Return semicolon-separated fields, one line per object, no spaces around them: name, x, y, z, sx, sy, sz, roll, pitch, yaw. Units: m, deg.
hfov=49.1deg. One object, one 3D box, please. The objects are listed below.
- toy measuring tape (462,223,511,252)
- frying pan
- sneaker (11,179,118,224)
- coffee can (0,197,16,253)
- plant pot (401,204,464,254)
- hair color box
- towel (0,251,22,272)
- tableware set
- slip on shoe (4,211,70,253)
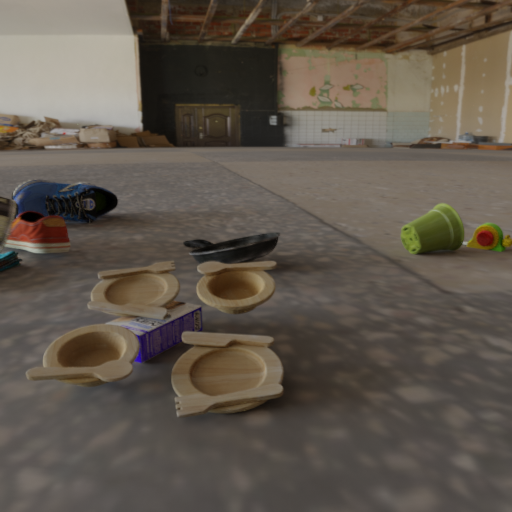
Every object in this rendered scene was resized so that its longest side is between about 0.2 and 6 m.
toy measuring tape;4.522;-0.449;11.618;1.556;0.572;0.572;13;19;42
frying pan;-0.800;-0.081;10.357;2.764;0.450;1.672;-8;8;37
sneaker;-4.732;-1.384;14.114;1.313;1.157;2.945;6;15;34
coffee can;-4.974;-0.680;9.543;1.390;1.017;1.017;18;3;-32
plant pot;3.418;-0.439;11.092;0.935;0.984;0.984;-18;19;-17
hair color box;-1.224;0.866;6.701;0.628;0.372;1.149;7;14;29
towel;-5.767;0.180;9.595;2.670;0.290;1.958;3;14;12
tableware set;-0.906;0.723;6.216;2.413;0.335;2.889;0;28;3
slip on shoe;-4.515;-0.520;11.219;2.503;0.766;0.927;7;9;44
